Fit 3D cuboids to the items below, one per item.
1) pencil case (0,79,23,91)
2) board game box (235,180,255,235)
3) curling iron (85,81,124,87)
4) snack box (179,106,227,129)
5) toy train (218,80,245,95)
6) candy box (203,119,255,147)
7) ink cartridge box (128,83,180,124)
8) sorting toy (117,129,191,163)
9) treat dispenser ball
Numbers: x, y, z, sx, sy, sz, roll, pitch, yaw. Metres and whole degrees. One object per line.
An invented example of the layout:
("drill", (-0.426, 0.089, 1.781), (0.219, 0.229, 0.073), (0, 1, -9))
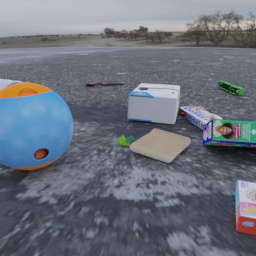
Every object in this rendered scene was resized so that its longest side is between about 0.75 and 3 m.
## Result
("pencil case", (-4.897, -1.383, 10.619), (2.677, 1.113, 1.214), (16, 39, 36))
("board game box", (2.436, 1.298, 4.332), (1.432, 0.289, 1.096), (7, 21, 18))
("curling iron", (-1.223, -2.351, 14.626), (2.113, 0.270, 0.524), (-5, 20, -14))
("snack box", (2.449, -0.252, 8.694), (0.835, 0.283, 2.324), (-5, 20, -14))
("toy train", (4.853, -1.906, 13.235), (0.556, 0.411, 1.972), (8, 18, -9))
("candy box", (2.576, 0.150, 6.581), (1.431, 0.551, 1.210), (2, -7, 6))
("ink cartridge box", (0.956, -0.904, 9.601), (1.516, 0.883, 2.097), (6, 20, 11))
("sorting toy", (0.590, 0.380, 6.991), (1.641, 0.241, 1.213), (16, 30, 29))
("treat dispenser ball", (-2.047, -0.028, 5.796), (1.794, 1.794, 1.794), (0, 20, 0))
